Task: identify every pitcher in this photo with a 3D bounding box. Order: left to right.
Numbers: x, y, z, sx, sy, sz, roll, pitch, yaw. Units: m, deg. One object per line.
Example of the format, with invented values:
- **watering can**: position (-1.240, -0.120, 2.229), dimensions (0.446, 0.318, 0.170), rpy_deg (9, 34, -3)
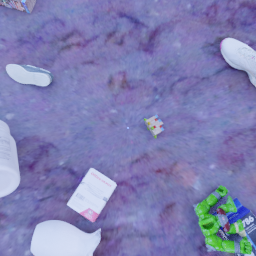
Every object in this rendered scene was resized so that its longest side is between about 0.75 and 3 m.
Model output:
- **pitcher**: position (-1.860, 3.612, 8.247), dimensions (1.877, 1.138, 1.610), rpy_deg (11, 87, -5)

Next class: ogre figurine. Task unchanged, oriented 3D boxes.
- **ogre figurine**: position (2.726, 2.793, 8.388), dimensions (1.210, 0.991, 2.019), rpy_deg (-17, 71, 6)

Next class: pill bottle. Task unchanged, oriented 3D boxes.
- **pill bottle**: position (-3.998, 0.809, 8.313), dimensions (1.318, 1.318, 2.305), rpy_deg (-25, 46, -6)

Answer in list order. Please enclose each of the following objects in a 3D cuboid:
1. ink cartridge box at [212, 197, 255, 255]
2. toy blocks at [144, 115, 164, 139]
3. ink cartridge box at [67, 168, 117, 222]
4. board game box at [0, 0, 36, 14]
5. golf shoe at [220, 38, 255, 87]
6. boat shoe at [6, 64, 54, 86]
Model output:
- **ink cartridge box**: position (3.647, 3.401, 8.573), dimensions (1.142, 0.450, 2.296), rpy_deg (-33, 78, -7)
- **toy blocks**: position (0.942, -0.097, 9.462), dimensions (0.523, 0.382, 0.764), rpy_deg (-29, 78, -18)
- **ink cartridge box**: position (-1.099, 2.085, 8.807), dimensions (0.990, 0.559, 1.351), rpy_deg (32, 79, 7)
- **board game box**: position (-4.152, -5.055, 10.436), dimensions (1.329, 0.643, 1.059), rpy_deg (17, 77, 4)
- **golf shoe**: position (4.276, -2.330, 9.558), dimensions (0.947, 1.151, 2.516), rpy_deg (-44, 79, -8)
- **boat shoe**: position (-3.433, -1.901, 9.857), dimensions (1.719, 0.626, 0.531), rpy_deg (16, 34, 10)
